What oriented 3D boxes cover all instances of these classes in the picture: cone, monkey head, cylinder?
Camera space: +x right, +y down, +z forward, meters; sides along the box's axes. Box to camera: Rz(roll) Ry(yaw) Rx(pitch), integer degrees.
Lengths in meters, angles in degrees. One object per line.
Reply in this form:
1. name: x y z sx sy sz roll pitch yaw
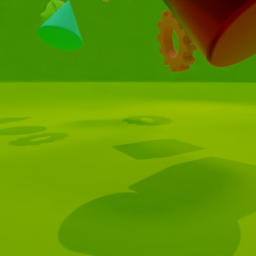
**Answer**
1. cone: -1.764 -3.019 7.788 1.226 1.230 1.226 8 -13 2
2. monkey head: -2.357 -3.734 9.643 0.982 1.173 1.630 -29 -6 13
3. cylinder: 1.066 -1.438 3.027 1.119 1.119 1.119 -24 -22 -10

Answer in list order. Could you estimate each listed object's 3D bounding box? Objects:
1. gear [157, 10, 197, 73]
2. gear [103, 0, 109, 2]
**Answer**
1. gear: 1.603 -2.924 9.470 0.375 2.029 2.029 -17 14 -15
2. gear: -0.434 -3.810 6.937 1.296 1.296 0.240 -9 55 -41
